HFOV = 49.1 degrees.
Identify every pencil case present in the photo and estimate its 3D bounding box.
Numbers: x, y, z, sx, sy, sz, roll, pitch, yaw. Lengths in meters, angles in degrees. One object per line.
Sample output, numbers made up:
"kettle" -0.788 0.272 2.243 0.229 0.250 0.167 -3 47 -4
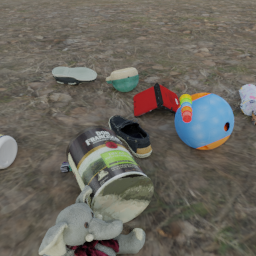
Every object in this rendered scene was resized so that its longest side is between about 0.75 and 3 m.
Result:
"pencil case" 5.416 -1.274 12.467 0.839 0.769 1.850 -4 30 22

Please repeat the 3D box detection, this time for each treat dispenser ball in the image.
"treat dispenser ball" 2.647 -0.232 9.803 1.995 1.995 1.995 0 33 0

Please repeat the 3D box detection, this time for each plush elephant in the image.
"plush elephant" -0.783 2.338 5.881 2.422 1.875 1.995 9 34 13

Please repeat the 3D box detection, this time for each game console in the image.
"game console" 1.318 -1.029 12.614 1.779 1.225 2.064 27 30 -16

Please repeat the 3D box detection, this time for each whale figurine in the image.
"whale figurine" -0.264 -2.402 14.190 1.714 1.118 2.155 -16 13 -16

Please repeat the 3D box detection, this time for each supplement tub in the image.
"supplement tub" -4.573 0.680 9.174 1.505 1.086 1.086 10 34 14

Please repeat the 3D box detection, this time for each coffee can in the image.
"coffee can" -0.579 1.233 7.748 1.696 1.696 2.317 -15 36 -21

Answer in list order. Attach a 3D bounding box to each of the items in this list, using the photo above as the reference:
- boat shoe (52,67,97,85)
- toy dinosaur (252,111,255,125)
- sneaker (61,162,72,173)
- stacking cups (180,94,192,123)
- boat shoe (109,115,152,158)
"boat shoe" -2.735 -2.665 14.621 2.426 0.732 0.917 12 55 15
"toy dinosaur" 6.569 -0.844 11.516 2.834 1.216 1.921 -18 30 -35
"sneaker" -1.702 1.166 9.110 0.959 0.357 0.420 -5 28 -7
"stacking cups" 1.640 -0.559 7.791 0.364 0.364 1.203 4 29 6
"boat shoe" 0.057 0.084 10.346 0.975 0.814 2.614 -17 35 -21
